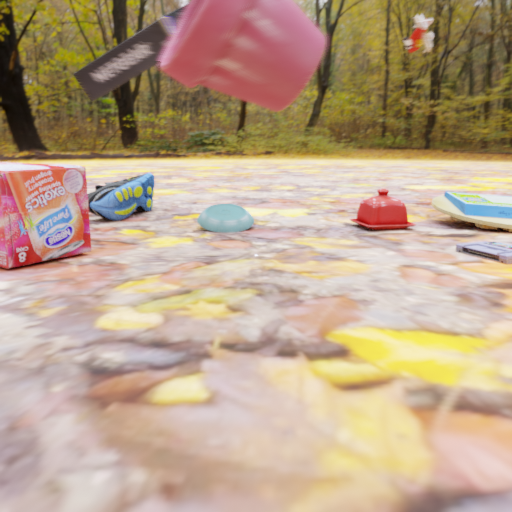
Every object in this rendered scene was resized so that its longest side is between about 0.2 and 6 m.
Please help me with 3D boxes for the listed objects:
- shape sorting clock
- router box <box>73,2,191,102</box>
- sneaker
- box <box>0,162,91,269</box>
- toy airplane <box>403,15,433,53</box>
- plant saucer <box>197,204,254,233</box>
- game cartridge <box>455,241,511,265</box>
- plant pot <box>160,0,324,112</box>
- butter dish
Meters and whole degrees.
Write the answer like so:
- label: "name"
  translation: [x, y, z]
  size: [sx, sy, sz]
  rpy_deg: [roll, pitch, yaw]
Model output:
- label: "shape sorting clock"
  translation: [5.446, -0.999, 12.750]
  size: [2.806, 0.551, 2.806]
  rpy_deg: [4, 15, -1]
- label: "router box"
  translation: [-2.151, -4.204, 11.292]
  size: [2.541, 0.664, 1.998]
  rpy_deg: [-15, 27, 34]
- label: "sneaker"
  translation: [-3.420, -1.580, 14.299]
  size: [1.221, 1.045, 2.947]
  rpy_deg: [9, 17, 12]
- label: "box"
  translation: [-4.459, -0.813, 9.583]
  size: [3.157, 1.507, 1.574]
  rpy_deg: [8, 15, 34]
- label: "toy airplane"
  translation: [3.011, -4.007, 10.106]
  size: [0.461, 0.654, 0.651]
  rpy_deg: [0, 17, -19]
- label: "plant saucer"
  translation: [-0.660, -0.865, 12.145]
  size: [1.245, 0.224, 1.245]
  rpy_deg: [1, 28, -1]
- label: "game cartridge"
  translation: [4.005, -0.075, 9.358]
  size: [0.723, 0.214, 1.115]
  rpy_deg: [-10, 15, -23]
- label: "plant pot"
  translation: [-0.086, -2.449, 6.355]
  size: [1.429, 1.596, 1.596]
  rpy_deg: [27, 3, -20]
- label: "butter dish"
  translation: [2.762, -1.042, 12.247]
  size: [1.163, 0.860, 1.160]
  rpy_deg: [-3, 12, -13]
